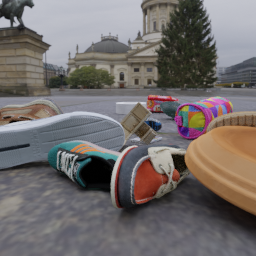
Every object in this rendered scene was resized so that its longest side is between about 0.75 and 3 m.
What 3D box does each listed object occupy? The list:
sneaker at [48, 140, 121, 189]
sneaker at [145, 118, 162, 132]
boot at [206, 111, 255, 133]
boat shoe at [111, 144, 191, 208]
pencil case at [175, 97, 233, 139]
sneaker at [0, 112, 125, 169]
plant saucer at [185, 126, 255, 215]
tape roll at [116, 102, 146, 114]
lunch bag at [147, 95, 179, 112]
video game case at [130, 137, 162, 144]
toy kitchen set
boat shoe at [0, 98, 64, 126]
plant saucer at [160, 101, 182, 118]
[{"bbox_3d":[-0.731,0.582,4.526,1.787,0.638,0.714,6,6,30],"label":"sneaker"},{"bbox_3d":[0.534,-0.111,10.000,1.352,0.507,0.586,2,3,9],"label":"sneaker"},{"bbox_3d":[2.971,0.159,6.161,2.945,1.065,2.450,9,9,1],"label":"boot"},{"bbox_3d":[0.434,0.632,4.033,0.674,0.767,2.155,6,5,24],"label":"boat shoe"},{"bbox_3d":[2.562,-0.402,9.332,1.238,1.238,2.801,5,11,33],"label":"pencil case"},{"bbox_3d":[-1.578,0.163,5.837,2.973,1.086,1.053,-3,14,-16],"label":"sneaker"},{"bbox_3d":[2.059,0.487,3.726,2.538,0.475,2.538,8,16,-2],"label":"plant saucer"},{"bbox_3d":[0.186,-1.218,17.049,1.859,0.650,1.859,0,7,0],"label":"tape roll"},{"bbox_3d":[2.377,-1.540,18.245,2.299,1.069,2.610,5,9,4],"label":"lunch bag"},{"bbox_3d":[0.547,0.340,8.218,0.600,0.075,0.838,5,10,36],"label":"video game case"},{"bbox_3d":[0.202,0.110,7.063,0.959,1.176,1.061,42,11,0],"label":"toy kitchen set"},{"bbox_3d":[-2.831,-0.024,7.091,2.656,1.006,0.954,-16,33,32],"label":"boat shoe"},{"bbox_3d":[2.276,-0.764,13.536,1.620,0.312,1.620,17,-16,5],"label":"plant saucer"}]
